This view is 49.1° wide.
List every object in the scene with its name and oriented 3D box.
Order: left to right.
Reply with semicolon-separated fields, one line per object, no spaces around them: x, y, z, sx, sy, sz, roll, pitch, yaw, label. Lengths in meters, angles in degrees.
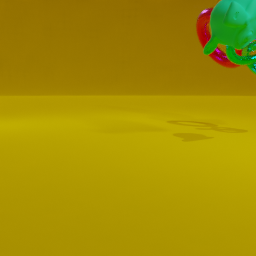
2.863;-2.728;8.619;0.407;2.037;2.037;-37;14;-6;ring
2.060;-2.233;5.649;1.225;1.702;1.026;0;29;-42;monkey head
3.406;-1.937;7.369;1.521;0.703;1.423;9;-29;27;knot shape
